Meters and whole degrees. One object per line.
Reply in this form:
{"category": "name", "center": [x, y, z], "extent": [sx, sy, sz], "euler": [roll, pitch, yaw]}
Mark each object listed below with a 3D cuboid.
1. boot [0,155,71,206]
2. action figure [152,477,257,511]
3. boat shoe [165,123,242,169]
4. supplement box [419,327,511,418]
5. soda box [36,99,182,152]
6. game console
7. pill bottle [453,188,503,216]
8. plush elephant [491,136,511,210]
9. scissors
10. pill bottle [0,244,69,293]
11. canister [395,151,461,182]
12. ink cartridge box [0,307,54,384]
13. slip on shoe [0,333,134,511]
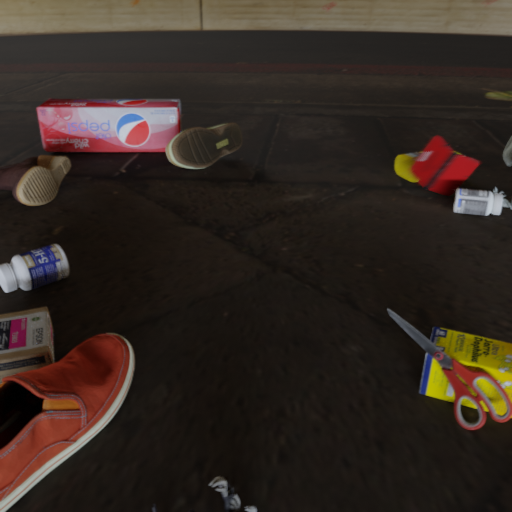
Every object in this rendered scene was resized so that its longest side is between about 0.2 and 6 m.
{"category": "boot", "center": [-4.944, -1.465, 11.510], "extent": [1.737, 0.756, 2.088], "euler": [-8, 27, 11]}
{"category": "action figure", "center": [-0.306, 2.118, 4.398], "extent": [1.018, 0.519, 0.605], "euler": [-4, 16, -5]}
{"category": "boat shoe", "center": [-1.404, -2.614, 13.503], "extent": [1.011, 0.952, 2.656], "euler": [0, 16, 32]}
{"category": "supplement box", "center": [2.359, 1.242, 6.042], "extent": [1.033, 0.565, 0.562], "euler": [11, 29, 20]}
{"category": "soda box", "center": [-3.688, -3.373, 14.433], "extent": [3.470, 1.215, 1.100], "euler": [-1, 27, -3]}
{"category": "game console", "center": [3.759, -1.802, 11.257], "extent": [0.594, 1.000, 0.862], "euler": [-11, 57, -34]}
{"category": "pill bottle", "center": [4.186, -1.010, 10.583], "extent": [0.825, 0.469, 0.469], "euler": [8, 28, 16]}
{"category": "plush elephant", "center": [5.450, -1.666, 10.584], "extent": [2.121, 1.642, 1.747], "euler": [3, 27, 5]}
{"category": "scissors", "center": [1.987, 1.066, 5.753], "extent": [1.533, 0.561, 0.107], "euler": [59, 20, 15]}
{"category": "pill bottle", "center": [-3.248, 0.200, 8.145], "extent": [0.895, 0.536, 0.536], "euler": [-22, 34, -35]}
{"category": "canister", "center": [3.873, -2.043, 12.584], "extent": [1.240, 0.537, 0.921], "euler": [-12, 29, -19]}
{"category": "ink cartridge box", "center": [-2.852, 1.066, 6.589], "extent": [0.856, 0.390, 1.039], "euler": [-10, 28, -17]}
{"category": "slip on shoe", "center": [-2.068, 1.443, 5.402], "extent": [0.971, 0.802, 2.622], "euler": [10, 27, 23]}
